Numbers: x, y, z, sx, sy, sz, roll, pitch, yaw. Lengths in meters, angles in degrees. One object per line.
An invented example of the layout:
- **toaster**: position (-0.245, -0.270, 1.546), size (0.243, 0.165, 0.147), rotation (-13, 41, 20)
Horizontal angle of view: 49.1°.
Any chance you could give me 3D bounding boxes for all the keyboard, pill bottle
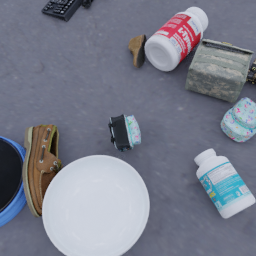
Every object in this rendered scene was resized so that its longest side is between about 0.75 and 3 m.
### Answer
- **keyboard**: position (-2.245, -5.738, 12.032), size (1.790, 0.382, 2.981), rotation (22, 65, 11)
- **pill bottle**: position (2.611, 1.497, 7.855), size (1.003, 1.003, 1.810), rotation (-23, 64, -12)
- **pill bottle**: position (1.828, -3.289, 10.175), size (1.359, 1.359, 2.421), rotation (36, 68, 17)

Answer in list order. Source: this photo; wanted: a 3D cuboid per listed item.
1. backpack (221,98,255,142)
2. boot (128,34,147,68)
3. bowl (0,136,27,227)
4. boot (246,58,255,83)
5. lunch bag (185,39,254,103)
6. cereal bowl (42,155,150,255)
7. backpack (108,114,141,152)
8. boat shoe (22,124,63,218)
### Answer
- **backpack**: position (3.632, -0.237, 8.846), size (1.272, 0.958, 1.129), rotation (-39, 68, -13)
- **boot**: position (0.307, -2.835, 10.472), size (0.601, 0.586, 1.593), rotation (-2, 55, 18)
- **bowl**: position (-4.240, 1.499, 8.099), size (2.890, 0.567, 2.890), rotation (0, 62, 0)
- **boot**: position (4.777, -1.460, 9.522), size (1.627, 0.791, 2.161), rotation (30, 62, 13)
- **lunch bag**: position (3.198, -2.201, 9.653), size (1.826, 1.309, 2.227), rotation (19, 57, 14)
- **cereal bowl**: position (-0.795, 2.137, 7.435), size (2.681, 1.116, 2.681), rotation (0, 62, -1)
- **backpack**: position (-0.090, 0.161, 8.362), size (0.898, 1.193, 1.059), rotation (-12, 79, -2)
- **boat shoe**: position (-2.392, 1.072, 8.057), size (0.955, 1.011, 2.809), rotation (-11, 63, -3)
